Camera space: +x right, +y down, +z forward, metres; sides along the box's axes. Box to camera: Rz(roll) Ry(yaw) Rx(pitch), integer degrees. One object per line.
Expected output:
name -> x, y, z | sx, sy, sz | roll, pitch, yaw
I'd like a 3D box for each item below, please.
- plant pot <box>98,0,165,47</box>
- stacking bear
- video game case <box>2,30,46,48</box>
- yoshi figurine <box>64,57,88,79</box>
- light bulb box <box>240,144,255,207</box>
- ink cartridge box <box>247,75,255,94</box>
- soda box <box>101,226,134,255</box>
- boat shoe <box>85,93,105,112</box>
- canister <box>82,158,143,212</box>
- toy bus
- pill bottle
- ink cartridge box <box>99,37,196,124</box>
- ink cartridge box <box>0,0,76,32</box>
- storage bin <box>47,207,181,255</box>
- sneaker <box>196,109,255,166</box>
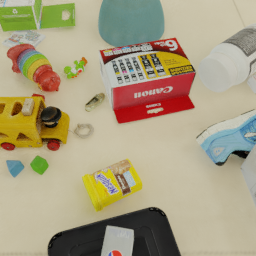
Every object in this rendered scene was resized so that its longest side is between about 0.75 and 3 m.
plant pot -> 0.115, -4.635, 10.764 | 2.716, 1.830, 2.716 | -1, 57, 1
stacking bear -> -3.020, -1.923, 9.440 | 1.840, 1.118, 1.046 | 43, 64, 17
video game case -> -4.081, -3.463, 11.009 | 1.253, 0.148, 1.141 | 21, 57, 15
yoshi figurine -> -1.900, -2.152, 9.883 | 0.532, 0.534, 0.950 | 21, 58, 33
light bulb box -> 4.557, 1.523, 6.456 | 2.684, 1.675, 2.661 | -4, 54, -4
ink cartridge box -> 4.590, -1.534, 9.495 | 0.817, 0.343, 0.592 | -13, 55, -9
soda box -> -0.260, 2.652, 4.919 | 0.527, 0.567, 1.662 | 7, 53, 5
boat shoe -> -1.064, -0.889, 9.073 | 0.318, 0.274, 0.872 | 36, 62, 23
canister -> -0.402, 1.431, 7.230 | 1.314, 0.569, 0.976 | -22, 57, -16
toy bus -> -2.729, -0.222, 7.922 | 2.488, 1.362, 2.636 | 38, 63, 24
pill bottle -> 3.675, -2.347, 9.385 | 2.603, 1.472, 1.472 | -35, 61, -24
ink cartridge box -> 0.645, -1.574, 9.035 | 2.705, 1.134, 2.375 | -13, 56, -10
ink cartridge box -> -3.675, -5.042, 11.490 | 2.868, 1.087, 2.120 | -6, 49, -5
storage bin -> -0.231, 2.878, 5.809 | 2.512, 1.177, 1.698 | -13, 55, -8
sneaker -> 3.386, 0.277, 7.971 | 2.836, 1.112, 1.276 | -20, 76, -10
